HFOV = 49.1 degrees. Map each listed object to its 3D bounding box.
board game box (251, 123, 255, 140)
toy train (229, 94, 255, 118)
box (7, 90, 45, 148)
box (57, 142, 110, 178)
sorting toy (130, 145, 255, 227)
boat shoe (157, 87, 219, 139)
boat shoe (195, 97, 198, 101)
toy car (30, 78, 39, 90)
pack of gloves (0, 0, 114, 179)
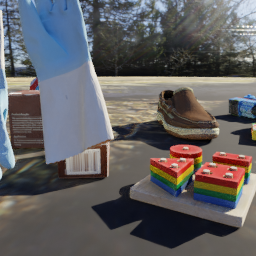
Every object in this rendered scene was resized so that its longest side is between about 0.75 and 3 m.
[{"bbox_3d":[3.743,0.110,5.954,2.023,0.303,0.966,5,12,21],"label":"board game box"},{"bbox_3d":[3.913,-0.645,8.830,0.855,0.648,1.496,-14,18,-18],"label":"toy train"},{"bbox_3d":[-1.799,-0.198,5.636,0.880,1.061,0.871,1,12,0],"label":"box"},{"bbox_3d":[-0.658,0.313,4.561,0.726,0.543,1.449,-1,10,-4],"label":"box"},{"bbox_3d":[0.879,0.574,3.508,1.275,0.446,1.282,7,14,31],"label":"sorting toy"},{"bbox_3d":[1.307,-0.481,6.935,1.050,1.051,2.842,-3,13,-14],"label":"boat shoe"},{"bbox_3d":[2.235,-1.346,12.196,1.592,0.516,0.583,2,12,9],"label":"boat shoe"},{"bbox_3d":[-4.291,-2.879,15.085,2.026,2.291,2.112,-6,13,-28],"label":"toy car"},{"bbox_3d":[-1.615,-0.763,3.830,2.322,2.764,0.545,-21,-20,17],"label":"pack of gloves"}]
